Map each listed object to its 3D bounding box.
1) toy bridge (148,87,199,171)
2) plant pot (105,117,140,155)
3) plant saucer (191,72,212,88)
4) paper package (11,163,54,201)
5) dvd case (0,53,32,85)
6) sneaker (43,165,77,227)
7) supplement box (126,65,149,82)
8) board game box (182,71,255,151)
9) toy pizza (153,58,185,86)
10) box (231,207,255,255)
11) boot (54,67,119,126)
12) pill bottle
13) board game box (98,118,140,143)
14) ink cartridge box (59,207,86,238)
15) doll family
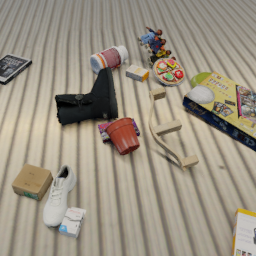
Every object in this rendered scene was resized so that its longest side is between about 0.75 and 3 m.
[{"bbox_3d":[1.201,0.034,8.767,0.971,0.393,2.890,-16,64,-8],"label":"toy bridge"},{"bbox_3d":[-0.119,0.295,8.716,0.944,0.944,0.918,-20,71,-18],"label":"plant pot"},{"bbox_3d":[3.249,-1.879,11.343,1.383,0.215,1.383,0,47,0],"label":"plant saucer"},{"bbox_3d":[-2.697,1.525,7.945,0.872,0.451,0.831,13,48,11],"label":"paper package"},{"bbox_3d":[-5.174,-2.559,11.984,1.319,0.217,1.755,19,50,16],"label":"dvd case"},{"bbox_3d":[-1.889,1.757,7.513,0.656,0.767,1.762,4,48,3],"label":"sneaker"},{"bbox_3d":[0.388,-2.272,11.642,0.844,0.310,0.532,25,51,22],"label":"supplement box"},{"bbox_3d":[3.724,-0.719,9.881,2.967,0.513,2.010,37,58,25],"label":"board game box"},{"bbox_3d":[1.716,-2.345,11.467,1.391,0.220,1.391,6,62,-12],"label":"toy pizza"},{"bbox_3d":[3.062,2.836,6.800,0.965,0.336,1.620,15,51,13],"label":"box"},{"bbox_3d":[-1.548,-1.234,10.150,2.166,0.984,2.578,-5,51,-7],"label":"boot"},{"bbox_3d":[-0.768,-2.921,11.877,1.535,0.867,0.867,-31,54,-26],"label":"pill bottle"},{"bbox_3d":[-0.310,0.068,9.489,1.283,0.207,0.770,-12,41,-12],"label":"board game box"},{"bbox_3d":[-1.418,2.380,7.261,0.453,0.265,0.781,9,47,9],"label":"ink cartridge box"},{"bbox_3d":[1.311,-3.394,12.008,1.214,2.100,0.824,-31,16,-16],"label":"doll family"}]
